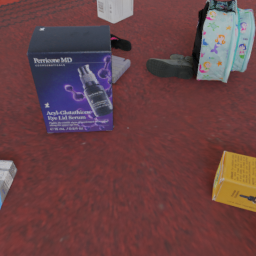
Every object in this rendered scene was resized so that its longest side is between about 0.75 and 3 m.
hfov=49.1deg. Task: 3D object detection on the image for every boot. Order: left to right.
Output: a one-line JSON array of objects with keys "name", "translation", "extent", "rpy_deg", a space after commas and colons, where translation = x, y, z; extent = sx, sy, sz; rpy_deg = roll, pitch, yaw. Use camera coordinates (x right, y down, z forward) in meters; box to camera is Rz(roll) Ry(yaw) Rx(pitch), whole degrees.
[{"name": "boot", "translation": [1.581, -2.366, 10.351], "extent": [1.794, 0.608, 1.172], "rpy_deg": [12, 41, 1]}]

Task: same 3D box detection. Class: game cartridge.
[{"name": "game cartridge", "translation": [-1.123, -2.330, 10.407], "extent": [2.074, 0.398, 1.345], "rpy_deg": [20, 53, 19]}]

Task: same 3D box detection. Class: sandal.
[{"name": "sandal", "translation": [-0.494, -3.257, 10.764], "extent": [1.450, 0.545, 0.327], "rpy_deg": [26, 47, 35]}]

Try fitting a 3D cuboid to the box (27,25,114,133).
[{"name": "box", "translation": [-1.408, -1.274, 7.686], "extent": [1.984, 2.681, 1.399], "rpy_deg": [-3, 45, -3]}]

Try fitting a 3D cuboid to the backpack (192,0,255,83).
[{"name": "backpack", "translation": [3.130, -2.845, 9.491], "extent": [2.003, 2.362, 2.661], "rpy_deg": [12, 44, 16]}]

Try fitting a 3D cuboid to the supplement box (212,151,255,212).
[{"name": "supplement box", "translation": [3.468, 1.412, 6.239], "extent": [2.910, 0.968, 1.001], "rpy_deg": [12, 46, 11]}]

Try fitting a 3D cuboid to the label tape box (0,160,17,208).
[{"name": "label tape box", "translation": [-3.344, 1.366, 6.681], "extent": [0.916, 0.402, 1.271], "rpy_deg": [3, 45, 3]}]

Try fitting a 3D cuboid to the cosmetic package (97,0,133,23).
[{"name": "cosmetic package", "translation": [-0.608, -5.910, 13.388], "extent": [1.141, 1.148, 1.372], "rpy_deg": [33, 54, 29]}]
